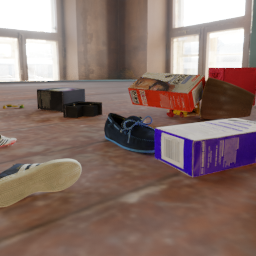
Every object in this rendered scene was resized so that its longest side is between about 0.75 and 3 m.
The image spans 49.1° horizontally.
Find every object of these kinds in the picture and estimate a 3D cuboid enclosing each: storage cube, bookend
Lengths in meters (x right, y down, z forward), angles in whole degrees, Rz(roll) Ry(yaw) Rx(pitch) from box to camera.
[{"bbox_3d":[5.933,-2.446,16.211,2.366,2.127,2.022,-3,13,-9],"label":"storage cube"},{"bbox_3d":[-1.964,-0.794,12.233,1.255,0.582,1.263,5,14,21],"label":"bookend"}]

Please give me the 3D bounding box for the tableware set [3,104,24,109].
[{"bbox_3d":[-6.032,-1.119,14.795,1.067,0.164,0.719,-2,15,-15],"label":"tableware set"}]

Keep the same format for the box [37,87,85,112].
[{"bbox_3d":[-3.387,-1.506,14.368,1.743,1.083,1.757,8,15,28],"label":"box"}]

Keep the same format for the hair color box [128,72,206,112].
[{"bbox_3d":[1.652,-1.615,11.982,2.913,0.931,1.615,10,41,38],"label":"hair color box"}]

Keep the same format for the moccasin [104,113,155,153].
[{"bbox_3d":[0.047,0.066,7.643,0.993,0.842,2.468,-11,16,-41],"label":"moccasin"}]

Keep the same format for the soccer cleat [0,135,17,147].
[{"bbox_3d":[-3.374,0.330,7.608,0.280,0.348,0.817,7,14,27],"label":"soccer cleat"}]

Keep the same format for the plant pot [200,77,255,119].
[{"bbox_3d":[4.024,-1.065,11.253,1.847,1.726,1.726,12,16,22],"label":"plant pot"}]

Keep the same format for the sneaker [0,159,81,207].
[{"bbox_3d":[-1.613,0.804,4.834,1.593,0.597,0.673,-9,20,-36],"label":"sneaker"}]

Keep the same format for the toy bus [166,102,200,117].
[{"bbox_3d":[2.457,-1.004,12.527,1.661,0.858,1.567,5,14,18],"label":"toy bus"}]

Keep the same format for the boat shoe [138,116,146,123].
[{"bbox_3d":[0.452,-0.306,10.632,0.319,0.304,0.887,-3,13,-14],"label":"boat shoe"}]

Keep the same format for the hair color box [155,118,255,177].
[{"bbox_3d":[2.050,0.349,6.435,2.571,0.833,1.405,-8,14,-25],"label":"hair color box"}]
